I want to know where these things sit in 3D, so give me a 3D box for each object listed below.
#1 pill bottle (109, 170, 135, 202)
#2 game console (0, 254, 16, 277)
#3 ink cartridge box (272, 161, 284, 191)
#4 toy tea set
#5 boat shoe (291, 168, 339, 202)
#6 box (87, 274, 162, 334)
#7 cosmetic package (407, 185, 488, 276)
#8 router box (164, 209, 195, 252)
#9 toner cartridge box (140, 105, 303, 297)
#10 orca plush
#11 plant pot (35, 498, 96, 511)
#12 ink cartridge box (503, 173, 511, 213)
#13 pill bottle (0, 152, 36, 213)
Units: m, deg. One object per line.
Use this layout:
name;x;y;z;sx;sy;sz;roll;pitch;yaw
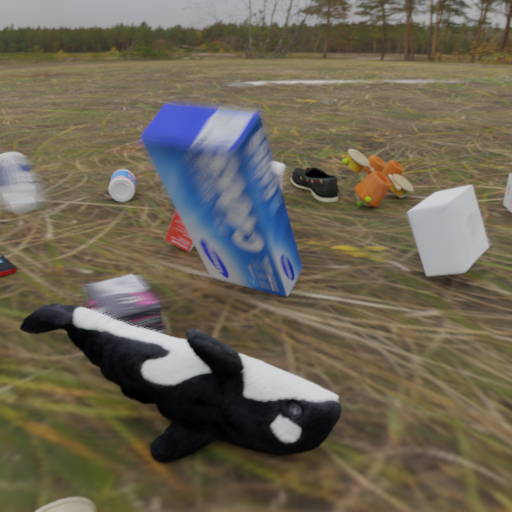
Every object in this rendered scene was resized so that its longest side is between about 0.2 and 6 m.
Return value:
pill bottle;-3.085;-1.666;12.963;0.578;0.578;1.030;-4;25;-9
game console;-4.817;0.151;9.362;1.179;0.207;1.333;-20;31;-37
ink cartridge box;0.350;-1.624;12.324;0.318;0.755;0.551;21;49;15
toy tea set;2.741;-1.649;12.776;2.239;0.829;1.332;0;48;-47
boat shoe;1.392;-1.833;13.357;0.698;0.598;1.908;-9;24;-18
box;-1.760;0.753;7.481;0.686;0.596;1.038;-14;31;-28
cosmetic package;3.048;-0.401;8.862;0.680;1.102;1.106;-10;14;42
router box;-0.823;-1.342;10.536;0.523;1.921;2.141;27;27;1
toner cartridge box;-0.348;-0.653;7.828;1.429;3.009;0.650;14;57;27
orca plush;-0.851;1.380;5.434;3.162;1.664;1.124;23;66;-1
plant pot;-1.393;2.293;4.086;0.727;0.727;0.665;-17;41;-33
ink cartridge box;5.653;-1.180;11.620;0.458;0.777;1.350;1;25;1
pill bottle;-2.769;-0.835;6.461;0.358;0.644;0.358;-22;-14;-6
